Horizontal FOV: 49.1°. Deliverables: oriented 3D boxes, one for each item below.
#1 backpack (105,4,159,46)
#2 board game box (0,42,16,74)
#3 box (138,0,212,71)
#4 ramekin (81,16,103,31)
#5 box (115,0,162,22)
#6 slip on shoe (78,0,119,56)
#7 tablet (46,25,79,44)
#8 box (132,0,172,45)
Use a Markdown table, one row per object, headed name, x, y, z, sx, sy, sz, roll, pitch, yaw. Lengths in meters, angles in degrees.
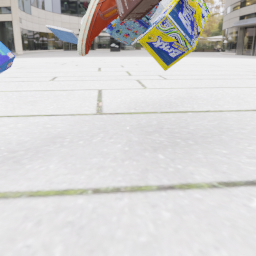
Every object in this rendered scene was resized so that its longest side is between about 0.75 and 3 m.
| name | x | y | z | sx | sy | sz | roll | pitch | yaw |
| --- | --- | --- | --- | --- | --- | --- | --- | --- | --- |
| backpack | 0.146 | -3.341 | 7.731 | 1.719 | 1.156 | 1.569 | -32 | -19 | 21 |
| board game box | -3.546 | -1.655 | 5.297 | 0.479 | 2.127 | 1.618 | -36 | 14 | 48 |
| box | 1.247 | -2.540 | 6.829 | 0.882 | 0.961 | 2.743 | -33 | 19 | 40 |
| ramekin | -1.070 | -3.682 | 9.586 | 0.983 | 0.516 | 0.983 | -22 | 46 | 24 |
| box | 0.207 | -2.109 | 4.190 | 0.439 | 0.587 | 1.172 | -14 | 4 | -22 |
| slip on shoe | -0.454 | -2.320 | 5.545 | 0.633 | 2.067 | 0.766 | 25 | 20 | -16 |
| tablet | -1.623 | -2.437 | 7.393 | 0.738 | 0.077 | 1.135 | 14 | 1 | 6 |
| box | 1.005 | -4.187 | 10.476 | 1.799 | 0.475 | 2.307 | -34 | 13 | 39 |
